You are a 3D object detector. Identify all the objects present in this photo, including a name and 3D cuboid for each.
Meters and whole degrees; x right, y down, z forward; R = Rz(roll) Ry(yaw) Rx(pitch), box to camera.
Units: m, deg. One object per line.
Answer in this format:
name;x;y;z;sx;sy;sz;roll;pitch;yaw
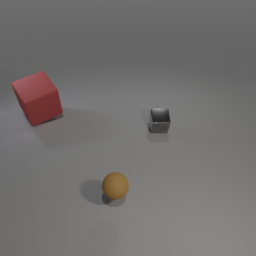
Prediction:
cube;-3.712;-1.220;11.553;1.400;1.400;1.400;-28;57;-22
cube;1.236;-0.279;10.979;0.700;0.700;0.700;-2;55;-3
ball;-0.325;1.491;7.239;0.700;0.700;0.700;0;30;0
